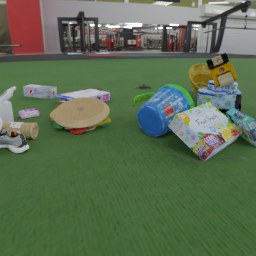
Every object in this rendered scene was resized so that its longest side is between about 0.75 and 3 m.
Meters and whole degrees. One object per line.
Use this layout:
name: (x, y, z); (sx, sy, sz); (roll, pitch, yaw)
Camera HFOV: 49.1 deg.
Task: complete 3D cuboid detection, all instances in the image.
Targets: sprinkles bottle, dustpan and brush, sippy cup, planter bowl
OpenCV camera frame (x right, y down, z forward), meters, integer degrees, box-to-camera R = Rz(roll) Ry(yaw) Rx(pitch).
sprinkles bottle: (-4.003, 0.062, 9.697); (1.690, 0.577, 0.577); (3, 20, 7)
dustpan and brush: (-4.507, -0.354, 9.073); (1.816, 0.745, 2.602); (15, 50, 37)
sippy cup: (1.247, -0.537, 10.067); (2.215, 1.740, 1.624); (-9, 17, 48)
planter bowl: (4.270, -2.303, 15.131); (2.457, 1.023, 2.457); (8, 50, -9)

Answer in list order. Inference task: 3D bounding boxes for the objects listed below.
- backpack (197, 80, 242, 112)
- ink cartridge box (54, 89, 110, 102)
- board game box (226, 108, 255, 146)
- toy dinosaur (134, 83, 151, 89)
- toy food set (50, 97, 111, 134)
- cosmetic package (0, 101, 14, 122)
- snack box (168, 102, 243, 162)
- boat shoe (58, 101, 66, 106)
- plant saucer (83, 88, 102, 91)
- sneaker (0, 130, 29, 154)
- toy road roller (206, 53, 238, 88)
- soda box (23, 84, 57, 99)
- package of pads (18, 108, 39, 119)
backpack: (4.206, -1.534, 13.024); (1.895, 1.392, 1.734); (1, 15, 16)
ink cartridge box: (-2.316, -1.542, 14.358); (1.500, 0.528, 2.514); (17, 22, 40)
board game box: (3.897, -0.027, 9.324); (0.313, 1.008, 1.336); (-34, 20, 4)
toy dinosaur: (0.906, -2.638, 17.881); (1.138, 0.270, 0.501); (-4, 26, -2)
toy food set: (-1.833, -0.520, 10.925); (2.276, 0.554, 2.253); (-16, 35, -20)
cosmetic package: (-5.898, -0.445, 10.587); (2.611, 0.930, 1.324); (-18, 26, -42)
snack box: (2.484, 0.028, 8.838); (2.143, 0.568, 1.524); (-20, 58, -45)
boat shoe: (-2.308, -0.767, 12.075); (1.748, 0.644, 0.605); (24, 27, 31)
plant saucer: (-2.104, -2.174, 16.624); (1.154, 0.199, 1.154); (1, 20, 0)
sneaker: (-3.808, 0.328, 8.864); (1.624, 0.644, 0.600); (8, 22, 25)
toy road roller: (3.674, -2.197, 10.991); (0.829, 1.349, 0.985); (-21, -14, 17)
soda box: (-4.887, -2.023, 15.575); (1.880, 0.596, 0.642); (9, 21, 23)
package of pads: (-4.264, -0.624, 12.065); (0.790, 0.299, 0.476); (-11, 25, -29)
